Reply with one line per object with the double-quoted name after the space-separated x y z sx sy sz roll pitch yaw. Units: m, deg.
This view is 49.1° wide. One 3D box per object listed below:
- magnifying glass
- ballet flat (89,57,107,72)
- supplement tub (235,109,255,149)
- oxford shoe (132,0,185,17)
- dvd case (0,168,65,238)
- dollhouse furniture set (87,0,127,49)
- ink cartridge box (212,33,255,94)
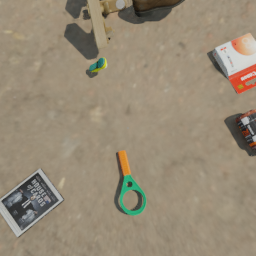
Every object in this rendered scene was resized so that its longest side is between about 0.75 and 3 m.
0.020 1.449 7.506 0.696 0.196 1.748 -12 71 -6 "magnifying glass"
-0.789 -1.810 8.090 0.314 0.937 0.313 7 82 -34 "ballet flat"
3.552 0.130 7.735 0.651 0.651 1.217 -24 75 -7 "supplement tub"
1.066 -4.023 8.346 1.973 0.833 0.717 -20 61 8 "oxford shoe"
-2.608 1.961 7.443 1.475 0.182 1.108 -39 78 -10 "dvd case"
-0.435 -3.627 8.276 1.498 1.748 1.838 -13 38 -4 "dollhouse furniture set"
3.506 -1.975 8.499 1.270 0.393 1.566 -25 73 -7 "ink cartridge box"
